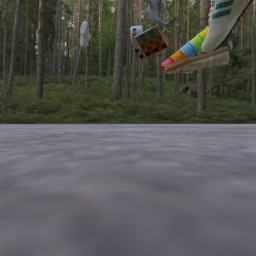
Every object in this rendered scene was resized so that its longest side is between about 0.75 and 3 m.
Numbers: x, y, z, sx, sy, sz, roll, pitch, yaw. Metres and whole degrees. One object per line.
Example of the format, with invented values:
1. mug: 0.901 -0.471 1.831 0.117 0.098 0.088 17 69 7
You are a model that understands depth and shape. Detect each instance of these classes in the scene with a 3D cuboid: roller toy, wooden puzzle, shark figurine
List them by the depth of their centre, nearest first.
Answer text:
1. shark figurine: 0.814 -3.419 8.096 0.966 1.617 0.675 -23 -31 11
2. wooden puzzle: 0.959 -3.569 11.593 1.714 1.016 0.120 -18 35 29
3. roller toy: 0.365 -3.986 12.031 0.570 0.743 0.815 -3 39 5

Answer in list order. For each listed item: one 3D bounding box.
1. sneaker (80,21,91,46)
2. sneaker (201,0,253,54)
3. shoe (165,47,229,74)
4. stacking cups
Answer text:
1. sneaker: -1.524 -3.446 10.263 0.393 0.889 0.334 -14 39 -40
2. sneaker: 2.496 -3.290 7.326 1.225 2.620 0.922 34 31 5
3. shoe: 1.606 -1.470 6.477 1.499 0.400 0.524 -16 15 6
4. stacking cups: 2.450 -3.049 11.349 2.395 0.724 0.724 -39 -3 5
